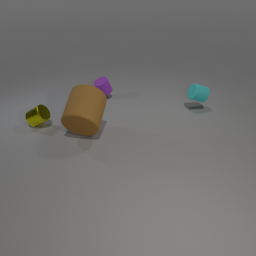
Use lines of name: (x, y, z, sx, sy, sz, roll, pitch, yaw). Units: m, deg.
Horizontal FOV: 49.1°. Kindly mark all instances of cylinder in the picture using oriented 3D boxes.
cylinder: (-3.590, -0.491, 11.176, 0.700, 0.700, 0.700, -24, 20, 25)
cylinder: (-1.602, -0.650, 10.338, 1.400, 1.400, 1.400, 6, 59, 10)
cylinder: (-1.203, -2.020, 13.634, 0.700, 0.700, 0.700, -15, 42, 14)
cylinder: (3.126, -1.557, 12.434, 0.700, 0.700, 0.700, 11, 24, -24)
